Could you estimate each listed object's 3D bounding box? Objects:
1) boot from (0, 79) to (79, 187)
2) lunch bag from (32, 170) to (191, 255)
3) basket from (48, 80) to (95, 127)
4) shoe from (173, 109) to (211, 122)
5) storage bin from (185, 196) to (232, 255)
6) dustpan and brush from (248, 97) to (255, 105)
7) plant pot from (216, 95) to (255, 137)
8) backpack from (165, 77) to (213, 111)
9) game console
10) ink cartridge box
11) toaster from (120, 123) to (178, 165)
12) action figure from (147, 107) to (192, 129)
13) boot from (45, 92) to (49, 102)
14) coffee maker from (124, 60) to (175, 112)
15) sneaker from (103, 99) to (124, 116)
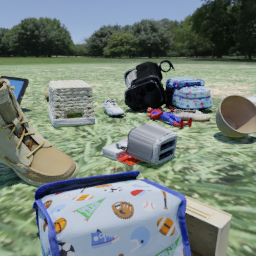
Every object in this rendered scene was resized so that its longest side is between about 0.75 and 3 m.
[{"bbox_3d":[-2.341,0.075,6.081,2.669,2.074,0.971,21,46,27],"label":"boot"},{"bbox_3d":[-0.386,1.318,3.968,1.729,1.260,2.034,-6,3,-22],"label":"lunch bag"},{"bbox_3d":[-2.421,-1.117,11.619,1.676,1.525,2.473,-5,16,-19],"label":"basket"},{"bbox_3d":[2.638,-0.537,11.548,1.582,0.422,0.553,2,16,0],"label":"shoe"},{"bbox_3d":[0.930,1.500,3.907,0.859,0.865,0.405,15,21,41],"label":"storage bin"},{"bbox_3d":[6.551,-1.056,13.244,2.431,0.696,1.696,-1,13,21],"label":"dustpan and brush"},{"bbox_3d":[3.528,-0.257,9.372,1.438,1.438,0.966,-4,-26,-13],"label":"plant pot"},{"bbox_3d":[2.976,-1.590,13.409,1.972,1.453,2.160,-6,19,-21],"label":"backpack"},{"bbox_3d":[-6.167,-1.512,12.964,2.574,1.527,2.218,12,20,37],"label":"game console"},{"bbox_3d":[0.064,0.638,7.904,1.055,0.265,1.215,13,20,39],"label":"ink cartridge box"},{"bbox_3d":[0.641,0.423,7.508,0.982,0.864,1.520,19,21,36],"label":"toaster"},{"bbox_3d":[1.540,-0.498,11.336,0.754,0.596,2.306,-17,21,-32],"label":"action figure"},{"bbox_3d":[-4.146,-1.859,16.051,1.228,0.464,1.402,-5,16,-16],"label":"boot"},{"bbox_3d":[1.038,-2.231,13.660,1.844,2.629,2.738,40,20,-20],"label":"coffee maker"},{"bbox_3d":[-0.677,-0.910,12.525,0.633,0.638,1.762,-6,19,-24],"label":"sneaker"}]
